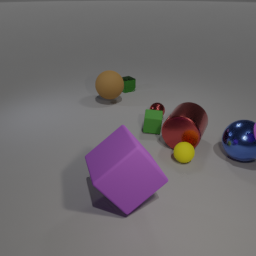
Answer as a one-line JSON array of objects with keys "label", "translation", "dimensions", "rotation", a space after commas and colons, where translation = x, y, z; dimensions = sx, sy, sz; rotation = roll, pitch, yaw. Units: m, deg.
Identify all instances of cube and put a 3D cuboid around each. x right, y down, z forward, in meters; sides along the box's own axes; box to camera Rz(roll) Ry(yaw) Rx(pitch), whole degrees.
[{"label": "cube", "translation": [-0.051, -2.411, 15.463], "dimensions": [0.700, 0.700, 0.700], "rotation": [-17, 32, -28]}, {"label": "cube", "translation": [1.000, -0.259, 11.239], "dimensions": [0.700, 0.700, 0.700], "rotation": [7, 34, 4]}, {"label": "cube", "translation": [-0.080, 1.050, 7.313], "dimensions": [1.400, 1.400, 1.400], "rotation": [-40, 28, 3]}]

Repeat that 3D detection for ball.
[{"label": "ball", "translation": [3.880, 0.414, 9.398], "dimensions": [1.400, 1.400, 1.400], "rotation": [0, 28, 0]}, {"label": "ball", "translation": [-0.899, -2.100, 13.674], "dimensions": [1.400, 1.400, 1.400], "rotation": [0, 28, 0]}, {"label": "ball", "translation": [1.874, 0.816, 9.368], "dimensions": [0.700, 0.700, 0.700], "rotation": [0, 28, 0]}, {"label": "ball", "translation": [1.292, -0.781, 12.401], "dimensions": [0.700, 0.700, 0.700], "rotation": [0, 28, 0]}]

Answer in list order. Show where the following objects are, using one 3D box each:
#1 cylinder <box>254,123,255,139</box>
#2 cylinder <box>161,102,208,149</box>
[{"label": "cylinder", "translation": [4.084, 0.113, 8.001], "dimensions": [0.700, 0.700, 0.700], "rotation": [-14, 12, 45]}, {"label": "cylinder", "translation": [2.102, -0.066, 10.268], "dimensions": [1.400, 1.400, 1.400], "rotation": [12, 30, 22]}]
